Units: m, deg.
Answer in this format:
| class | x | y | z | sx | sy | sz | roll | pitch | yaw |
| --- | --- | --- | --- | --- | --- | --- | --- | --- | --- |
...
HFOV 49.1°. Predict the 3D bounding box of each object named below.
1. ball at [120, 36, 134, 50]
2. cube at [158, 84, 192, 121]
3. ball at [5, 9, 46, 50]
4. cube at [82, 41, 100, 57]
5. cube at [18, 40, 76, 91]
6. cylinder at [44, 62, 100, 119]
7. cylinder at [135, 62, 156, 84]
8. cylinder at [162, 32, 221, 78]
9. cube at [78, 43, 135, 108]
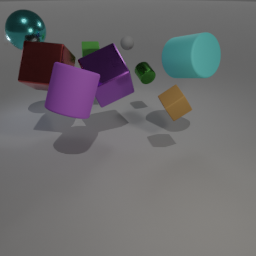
| class | x | y | z | sx | sy | sz | roll | pitch | yaw |
| --- | --- | --- | --- | --- | --- | --- | --- | --- | --- |
| ball | -0.044 | -4.326 | 14.267 | 0.700 | 0.700 | 0.700 | 0 | 28 | 0 |
| cube | 1.486 | -0.794 | 8.865 | 0.700 | 0.700 | 0.700 | -33 | 44 | 11 |
| ball | -3.644 | -3.483 | 10.015 | 1.400 | 1.400 | 1.400 | 0 | 28 | 0 |
| cube | -1.540 | -3.101 | 11.555 | 0.700 | 0.700 | 0.700 | -3 | 41 | -9 |
| cube | -2.770 | -2.080 | 9.759 | 1.400 | 1.400 | 1.400 | 7 | -3 | 6 |
| cylinder | -1.695 | -1.140 | 8.537 | 1.400 | 1.400 | 1.400 | 16 | 10 | -3 |
| cylinder | 0.725 | -2.347 | 11.949 | 0.700 | 0.700 | 0.700 | -11 | 49 | -20 |
| cylinder | 2.083 | -2.365 | 9.318 | 1.400 | 1.400 | 1.400 | -19 | 19 | -32 |
| cube | -0.744 | -1.846 | 10.012 | 1.400 | 1.400 | 1.400 | -26 | 67 | -2 |
